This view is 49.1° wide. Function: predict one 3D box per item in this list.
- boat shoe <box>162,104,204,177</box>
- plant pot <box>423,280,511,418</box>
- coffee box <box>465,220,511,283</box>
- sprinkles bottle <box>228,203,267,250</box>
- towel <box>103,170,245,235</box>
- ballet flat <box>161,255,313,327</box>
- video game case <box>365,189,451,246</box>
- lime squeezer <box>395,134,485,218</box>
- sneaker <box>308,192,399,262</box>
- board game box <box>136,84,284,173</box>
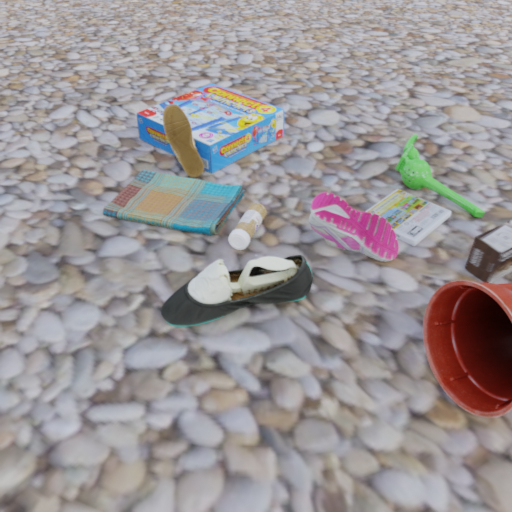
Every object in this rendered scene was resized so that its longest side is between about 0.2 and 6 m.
[{"bbox_3d":[-1.648,-2.506,12.226,0.599,1.624,0.562,-23,23,-12],"label":"boat shoe"},{"bbox_3d":[3.551,1.097,7.596,1.744,1.793,1.793,-7,38,-23],"label":"plant pot"},{"bbox_3d":[4.378,-0.134,9.786,1.334,0.754,0.532,-21,46,-26],"label":"coffee box"},{"bbox_3d":[-0.153,-0.576,10.662,0.385,0.385,1.129,12,40,15],"label":"sprinkles bottle"},{"bbox_3d":[-1.653,-1.145,11.500,2.436,0.264,1.787,11,39,14],"label":"towel"},{"bbox_3d":[-0.306,0.424,8.986,2.534,0.867,0.862,-13,44,-15],"label":"ballet flat"},{"bbox_3d":[2.966,-0.792,11.136,1.265,0.159,1.390,30,48,33],"label":"video game case"},{"bbox_3d":[3.665,-2.013,12.312,1.247,0.666,3.532,-6,38,-7],"label":"lime squeezer"},{"bbox_3d":[1.735,-0.447,10.183,1.803,0.795,0.734,32,66,1],"label":"sneaker"},{"bbox_3d":[-1.099,-3.222,13.755,2.615,0.731,2.561,29,47,32],"label":"board game box"}]
